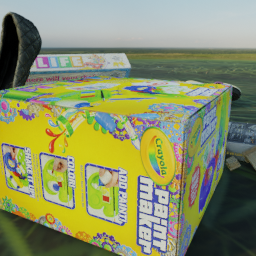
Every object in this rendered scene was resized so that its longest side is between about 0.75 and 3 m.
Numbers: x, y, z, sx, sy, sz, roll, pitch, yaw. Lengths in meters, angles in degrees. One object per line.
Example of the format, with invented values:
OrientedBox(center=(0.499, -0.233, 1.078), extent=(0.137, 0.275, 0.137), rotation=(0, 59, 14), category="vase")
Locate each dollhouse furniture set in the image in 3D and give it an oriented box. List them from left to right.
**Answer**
OrientedBox(center=(2.715, 0.842, 4.649), extent=(1.615, 0.789, 1.377), rotation=(-27, 27, 11), category="dollhouse furniture set")

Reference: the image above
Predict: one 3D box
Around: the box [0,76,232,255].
OrientedBox(center=(-0.043, 0.192, 4.209), extent=(2.604, 1.649, 2.703), rotation=(9, 18, 27), category="box")

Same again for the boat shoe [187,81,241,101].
OrientedBox(center=(3.286, -1.337, 11.084), extent=(2.266, 0.829, 0.710), rotation=(9, 42, 11), category="boat shoe")

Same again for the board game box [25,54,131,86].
OrientedBox(center=(-1.560, -0.712, 6.311), extent=(2.938, 1.975, 0.503), rotation=(-6, 54, -21), category="board game box")

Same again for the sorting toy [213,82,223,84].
OrientedBox(center=(3.012, -1.258, 10.051), extent=(1.716, 0.704, 1.031), rotation=(-28, 59, -21), category="sorting toy")

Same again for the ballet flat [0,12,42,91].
OrientedBox(center=(-2.019, -0.602, 4.371), extent=(0.817, 2.458, 0.698), rotation=(8, -11, 25), category="ballet flat")

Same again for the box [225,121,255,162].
OrientedBox(center=(2.654, 0.279, 6.126), extent=(1.262, 0.385, 1.593), rotation=(8, 20, 23), category="box")
